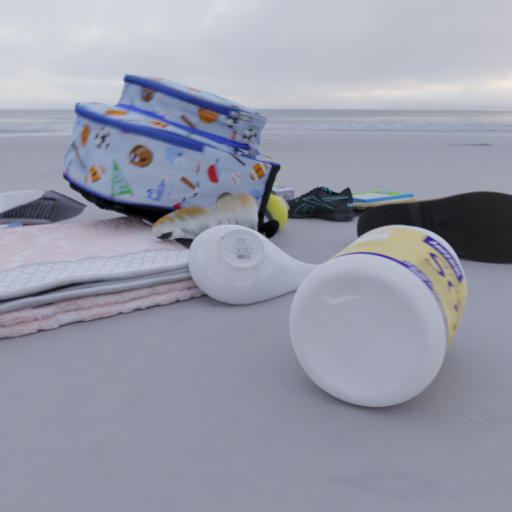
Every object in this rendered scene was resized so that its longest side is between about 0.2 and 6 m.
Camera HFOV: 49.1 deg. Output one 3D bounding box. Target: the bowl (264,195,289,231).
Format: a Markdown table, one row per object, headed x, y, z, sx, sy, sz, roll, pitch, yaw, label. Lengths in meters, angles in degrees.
| x | y | z | sx | sy | sz | roll | pitch | yaw | label |
| --- | --- | --- | --- | --- | --- | --- | --- | --- | --- |
| 0.411 | -0.989 | 11.659 | 0.452 | 0.840 | 0.840 | -37 | 23 | -5 | bowl |

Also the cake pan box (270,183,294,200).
| x | y | z | sx | sy | sz | roll | pitch | yaw | label |
| --- | --- | --- | --- | --- | --- | --- | --- | --- | --- |
| -0.329 | -1.546 | 14.403 | 1.979 | 0.562 | 2.148 | -10 | 20 | -22 | cake pan box |

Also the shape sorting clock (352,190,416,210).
| x | y | z | sx | sy | sz | roll | pitch | yaw | label |
| --- | --- | --- | --- | --- | --- | --- | --- | --- | --- |
| 2.894 | -1.330 | 13.921 | 2.105 | 0.413 | 2.105 | -3 | 13 | 1 | shape sorting clock |

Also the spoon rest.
| x | y | z | sx | sy | sz | roll | pitch | yaw | label |
| --- | --- | --- | --- | --- | --- | --- | --- | --- | --- |
| 0.324 | 0.120 | 7.939 | 2.576 | 0.781 | 1.280 | 1 | 56 | -10 | spoon rest |

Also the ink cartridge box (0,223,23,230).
| x | y | z | sx | sy | sz | roll | pitch | yaw | label |
| --- | --- | --- | --- | --- | --- | --- | --- | --- | --- |
| -4.770 | -0.322 | 10.109 | 0.917 | 0.387 | 0.669 | -7 | 11 | 22 | ink cartridge box |

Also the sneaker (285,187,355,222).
| x | y | z | sx | sy | sz | roll | pitch | yaw | label |
| --- | --- | --- | --- | --- | --- | --- | --- | --- | --- |
| 1.352 | -1.256 | 13.070 | 1.947 | 0.772 | 0.734 | 5 | 18 | 20 | sneaker |

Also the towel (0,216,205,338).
| x | y | z | sx | sy | sz | roll | pitch | yaw | label |
| --- | --- | --- | --- | --- | --- | --- | --- | --- | --- |
| -2.952 | 0.112 | 8.441 | 3.929 | 0.633 | 3.753 | -10 | 18 | -34 | towel |

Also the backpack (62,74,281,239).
| x | y | z | sx | sy | sz | roll | pitch | yaw | label |
| --- | --- | --- | --- | --- | --- | --- | --- | --- | --- |
| -1.725 | -1.885 | 10.724 | 3.614 | 2.923 | 3.795 | 0 | 13 | -35 | backpack |

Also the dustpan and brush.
| x | y | z | sx | sy | sz | roll | pitch | yaw | label |
| --- | --- | --- | --- | --- | --- | --- | --- | --- | --- |
| -4.970 | -0.777 | 11.252 | 2.604 | 0.745 | 1.818 | -1 | -6 | 7 | dustpan and brush |

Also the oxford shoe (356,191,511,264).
| x | y | z | sx | sy | sz | roll | pitch | yaw | label |
| --- | --- | --- | --- | --- | --- | --- | --- | --- | --- |
| 3.613 | -0.596 | 10.011 | 3.406 | 1.215 | 1.214 | 5 | 12 | 22 | oxford shoe |

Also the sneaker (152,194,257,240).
| x | y | z | sx | sy | sz | roll | pitch | yaw | label |
| --- | --- | --- | --- | --- | --- | --- | --- | --- | --- |
| -0.781 | -0.415 | 9.018 | 1.721 | 0.754 | 0.651 | -14 | 27 | -5 | sneaker |

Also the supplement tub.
| x | y | z | sx | sy | sz | roll | pitch | yaw | label |
| --- | --- | --- | --- | --- | --- | --- | --- | --- | --- |
| 1.316 | 0.476 | 5.630 | 1.415 | 1.415 | 1.947 | 8 | 18 | 26 | supplement tub |
